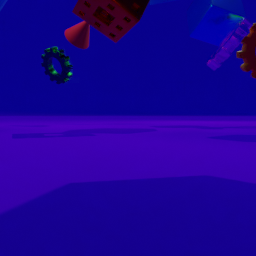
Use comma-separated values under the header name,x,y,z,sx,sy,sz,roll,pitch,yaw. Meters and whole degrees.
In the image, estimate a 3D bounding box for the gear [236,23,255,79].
name,x,y,z,sx,sy,sz,roll,pitch,yaw
gear,4.029,-2.254,8.022,1.714,1.714,0.317,0,17,-1

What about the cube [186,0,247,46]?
name,x,y,z,sx,sy,sz,roll,pitch,yaw
cube,2.768,-3.611,8.951,1.257,1.257,1.257,11,-32,-17

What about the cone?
name,x,y,z,sx,sy,sz,roll,pitch,yaw
cone,-1.388,-3.070,8.682,0.853,0.853,0.856,-3,-31,-44

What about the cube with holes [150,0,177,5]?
name,x,y,z,sx,sy,sz,roll,pitch,yaw
cube with holes,1.149,-3.899,7.027,1.295,1.295,1.295,-6,23,10

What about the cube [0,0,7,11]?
name,x,y,z,sx,sy,sz,roll,pitch,yaw
cube,-3.558,-3.520,6.584,1.283,1.283,1.283,14,-17,43

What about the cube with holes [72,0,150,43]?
name,x,y,z,sx,sy,sz,roll,pitch,yaw
cube with holes,-0.241,-2.525,5.339,1.055,1.055,1.055,31,-18,-20

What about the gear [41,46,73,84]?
name,x,y,z,sx,sy,sz,roll,pitch,yaw
gear,-2.329,-2.033,9.154,1.186,1.186,0.219,2,28,35

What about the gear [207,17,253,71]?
name,x,y,z,sx,sy,sz,roll,pitch,yaw
gear,2.815,-2.335,7.840,0.284,1.537,1.537,37,4,0
